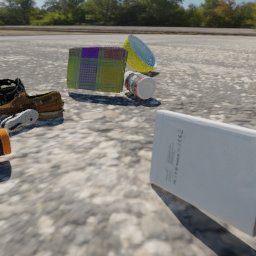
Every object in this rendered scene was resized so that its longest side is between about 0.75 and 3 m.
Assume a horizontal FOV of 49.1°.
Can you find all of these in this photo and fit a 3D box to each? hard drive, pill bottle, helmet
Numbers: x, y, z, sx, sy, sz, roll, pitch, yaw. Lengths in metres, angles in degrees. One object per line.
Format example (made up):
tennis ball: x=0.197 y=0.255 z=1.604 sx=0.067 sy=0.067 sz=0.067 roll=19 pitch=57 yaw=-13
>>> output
hard drive: x=1.253 y=0.596 z=4.750 sx=0.301 sy=1.486 sz=2.253 roll=-3 pitch=13 yaw=-36
pill bottle: x=-3.498 y=0.477 z=6.093 sx=1.733 sy=0.921 sz=0.921 roll=-14 pitch=26 yaw=-31
helmet: x=-4.165 y=-1.197 z=9.932 sx=1.166 sy=1.112 sz=1.166 roll=2 pitch=58 yaw=-3
pill bottle: x=0.401 y=-1.846 z=11.727 sx=0.899 sy=0.899 sz=1.578 roll=-11 pitch=26 yaw=-26

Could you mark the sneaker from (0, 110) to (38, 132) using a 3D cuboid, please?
sneaker: x=-3.444 y=-0.312 z=8.622 sx=0.701 sy=0.458 sz=1.254 roll=13 pitch=27 yaw=27

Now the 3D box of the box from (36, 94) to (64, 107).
box: x=-2.942 y=-1.038 z=10.480 sx=0.872 sy=0.254 sz=1.273 roll=-2 pitch=20 yaw=-24

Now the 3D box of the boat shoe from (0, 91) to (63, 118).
boat shoe: x=-3.446 y=-0.787 z=9.255 sx=2.509 sy=0.853 sz=0.903 roll=-8 pitch=24 yaw=-18

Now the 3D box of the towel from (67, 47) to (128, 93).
towel: x=-1.349 y=-2.500 z=11.985 sx=2.659 sy=1.910 sz=0.303 roll=5 pitch=1 yaw=15

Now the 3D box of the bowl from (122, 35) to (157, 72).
bowl: x=0.440 y=-4.078 z=16.351 sx=1.293 sy=2.403 sz=2.403 roll=-38 pitch=3 yaw=30
